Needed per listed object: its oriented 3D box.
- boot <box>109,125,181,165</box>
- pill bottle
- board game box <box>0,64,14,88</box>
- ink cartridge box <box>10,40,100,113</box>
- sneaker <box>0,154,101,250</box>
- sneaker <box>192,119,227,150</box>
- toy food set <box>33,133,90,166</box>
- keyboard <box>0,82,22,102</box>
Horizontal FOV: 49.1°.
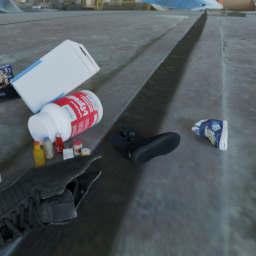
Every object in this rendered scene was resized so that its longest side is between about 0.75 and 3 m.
[{"bbox_3d":[0.407,0.252,7.080,1.472,0.562,1.237,-22,38,-25],"label":"boot"},{"bbox_3d":[-1.657,-0.277,7.567,1.065,1.065,1.897,18,32,30],"label":"pill bottle"},{"bbox_3d":[-5.040,-1.960,11.079,0.214,0.839,1.238,8,29,18],"label":"board game box"},{"bbox_3d":[-2.055,-1.646,8.653,1.962,1.132,2.705,-34,12,7],"label":"ink cartridge box"},{"bbox_3d":[-1.557,1.301,4.740,1.479,0.852,2.837,2,24,14],"label":"sneaker"},{"bbox_3d":[2.146,0.166,7.425,0.914,0.503,1.249,1,30,21],"label":"sneaker"},{"bbox_3d":[-1.565,0.459,6.677,1.284,0.578,0.613,-5,28,-9],"label":"toy food set"},{"bbox_3d":[-4.798,-1.293,10.304,2.006,0.207,1.275,-19,50,-33],"label":"keyboard"}]
